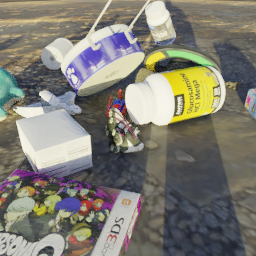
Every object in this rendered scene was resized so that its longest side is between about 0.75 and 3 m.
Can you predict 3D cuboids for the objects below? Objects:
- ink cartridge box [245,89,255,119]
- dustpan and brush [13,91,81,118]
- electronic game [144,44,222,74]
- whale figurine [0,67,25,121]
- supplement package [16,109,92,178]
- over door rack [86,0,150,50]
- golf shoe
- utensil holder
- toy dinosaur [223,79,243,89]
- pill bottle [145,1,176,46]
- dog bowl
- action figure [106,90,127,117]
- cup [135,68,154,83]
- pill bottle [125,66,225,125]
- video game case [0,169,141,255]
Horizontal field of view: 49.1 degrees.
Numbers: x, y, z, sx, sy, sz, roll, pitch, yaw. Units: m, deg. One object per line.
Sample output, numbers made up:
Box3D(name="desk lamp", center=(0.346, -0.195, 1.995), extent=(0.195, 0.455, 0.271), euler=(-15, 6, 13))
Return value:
Box3D(name="ink cartridge box", center=(4.736, -0.558, 8.830), extent=(1.302, 0.728, 1.908), euler=(-1, 32, -1))
Box3D(name="dustpan and brush", center=(-2.274, -0.725, 8.962), extent=(2.056, 0.843, 2.946), euler=(-22, 37, -33))
Box3D(name="electronic game", center=(1.901, -2.062, 9.960), extent=(2.740, 2.740, 0.570), euler=(11, 72, 19))
Box3D(name="whale figurine", center=(-4.529, -1.153, 9.155), extent=(2.147, 1.400, 2.698), euler=(-9, 33, -15))
Box3D(name="supplement package", center=(-1.850, 0.375, 6.972), extent=(1.303, 0.928, 1.673), euler=(-17, 34, -28))
Box3D(name="over door rack", center=(-0.085, -2.851, 6.242), extent=(0.703, 2.111, 1.560), euler=(47, 43, 15))
Box3D(name="golf shoe", center=(-0.164, 0.085, 7.892), extent=(0.834, 0.731, 1.894), euler=(9, 32, -18))
Box3D(name="utensil holder", center=(-3.401, -3.597, 13.629), extent=(1.204, 1.204, 1.417), euler=(6, 33, 11))
Box3D(name="toy dinosaur", center=(4.187, -1.780, 11.399), extent=(0.934, 0.359, 0.477), euler=(3, 16, 18))
Box3D(name="pill bottle", center=(1.165, -3.745, 10.085), extent=(0.818, 1.437, 0.818), euler=(-13, 55, 19))
Box3D(name="dog bowl", center=(-0.848, -2.285, 9.793), extent=(2.781, 1.095, 2.781), euler=(-31, -4, -2))
Box3D(name="action figure", center=(-0.320, -0.796, 9.499), extent=(0.659, 0.520, 2.014), euler=(8, 34, 9))
Box3D(name="cup", center=(0.654, -1.644, 10.585), extent=(1.008, 1.008, 0.721), euler=(23, 69, 34))
Box3D(name="pill bottle", center=(1.430, -0.975, 8.650), extent=(2.823, 1.587, 1.587), euler=(-14, 33, -23))
Box3D(name="video game case", center=(-1.439, 1.867, 4.817), extent=(2.832, 0.507, 2.567), euler=(9, 31, 15))
